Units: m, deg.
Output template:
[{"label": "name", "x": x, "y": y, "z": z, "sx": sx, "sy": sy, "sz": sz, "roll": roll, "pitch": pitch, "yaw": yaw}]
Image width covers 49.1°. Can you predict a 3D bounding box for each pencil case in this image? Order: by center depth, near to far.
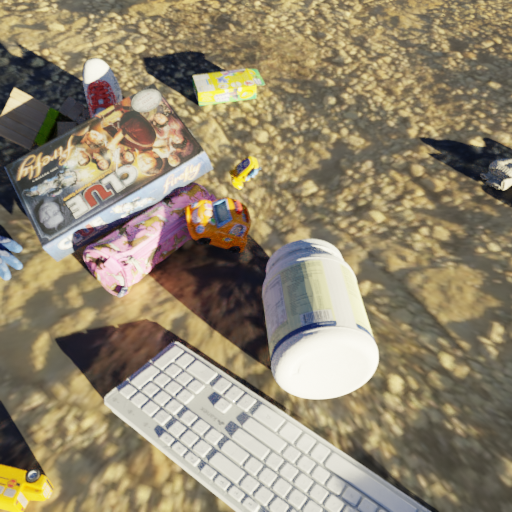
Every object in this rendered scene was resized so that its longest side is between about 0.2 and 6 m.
[{"label": "pencil case", "x": -1.650, "y": -0.339, "z": 9.238, "sx": 1.029, "sy": 0.985, "sz": 2.379, "roll": 31, "pitch": 50, "yaw": 23}]

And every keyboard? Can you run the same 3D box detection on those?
[{"label": "keyboard", "x": 0.342, "y": 2.621, "z": 6.683, "sx": 4.923, "sy": 0.262, "sz": 1.385, "roll": 28, "pitch": 50, "yaw": 26}]

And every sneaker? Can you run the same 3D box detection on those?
[{"label": "sneaker", "x": -2.886, "y": -2.805, "z": 10.744, "sx": 0.689, "sy": 2.064, "sz": 1.106, "roll": -10, "pitch": 12, "yaw": -11}]

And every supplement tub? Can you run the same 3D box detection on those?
[{"label": "supplement tub", "x": 0.808, "y": 0.824, "z": 7.734, "sx": 1.385, "sy": 1.385, "sz": 1.910, "roll": -3, "pitch": 43, "yaw": -3}]

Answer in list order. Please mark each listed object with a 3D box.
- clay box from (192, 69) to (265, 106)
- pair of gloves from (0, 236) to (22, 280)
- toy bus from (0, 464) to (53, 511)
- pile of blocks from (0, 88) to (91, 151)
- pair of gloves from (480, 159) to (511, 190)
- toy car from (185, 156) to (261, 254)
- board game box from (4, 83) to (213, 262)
[{"label": "clay box", "x": -0.671, "y": -4.114, "z": 13.602, "sx": 1.633, "sy": 0.389, "sz": 0.938, "roll": -9, "pitch": 45, "yaw": -9}, {"label": "pair of gloves", "x": -5.015, "y": 0.231, "z": 9.203, "sx": 1.699, "sy": 0.241, "sz": 2.113, "roll": 28, "pitch": 49, "yaw": 29}, {"label": "toy bus", "x": -2.969, "y": 2.684, "z": 6.543, "sx": 1.087, "sy": 0.354, "sz": 0.426, "roll": 9, "pitch": 45, "yaw": 10}, {"label": "pile of blocks", "x": -3.611, "y": -2.616, "z": 11.809, "sx": 3.350, "sy": 1.375, "sz": 1.041, "roll": 1, "pitch": 0, "yaw": -12}, {"label": "pair of gloves", "x": 5.487, "y": -1.430, "z": 10.856, "sx": 1.602, "sy": 0.330, "sz": 1.884, "roll": -20, "pitch": 46, "yaw": -19}, {"label": "toy car", "x": -0.488, "y": -1.132, "z": 9.526, "sx": 1.202, "sy": 0.816, "sz": 2.451, "roll": 31, "pitch": 39, "yaw": -29}, {"label": "board game box", "x": -2.520, "y": -1.490, "z": 9.503, "sx": 2.983, "sy": 0.516, "sz": 2.021, "roll": -32, "pitch": 61, "yaw": -8}]
